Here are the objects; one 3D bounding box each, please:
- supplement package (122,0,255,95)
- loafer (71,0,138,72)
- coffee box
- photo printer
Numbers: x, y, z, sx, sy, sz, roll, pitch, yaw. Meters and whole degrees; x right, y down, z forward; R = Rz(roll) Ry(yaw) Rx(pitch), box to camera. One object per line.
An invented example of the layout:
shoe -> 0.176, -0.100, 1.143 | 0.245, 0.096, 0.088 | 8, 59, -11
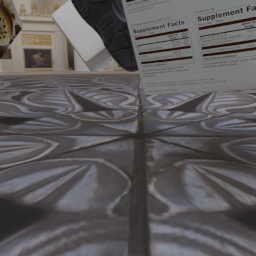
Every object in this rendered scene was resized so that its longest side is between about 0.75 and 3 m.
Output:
supplement package -> 1.309, -2.262, 4.183 | 1.992, 2.709, 2.590 | 1, 29, 33
loafer -> -0.376, -2.340, 5.530 | 0.946, 2.633, 0.829 | -27, 10, 26
coffee box -> -3.693, -2.548, 7.166 | 0.887, 1.257, 2.223 | 3, 51, 9
photo printer -> -0.550, -2.906, 7.409 | 2.401, 1.998, 0.834 | -36, -17, 2
